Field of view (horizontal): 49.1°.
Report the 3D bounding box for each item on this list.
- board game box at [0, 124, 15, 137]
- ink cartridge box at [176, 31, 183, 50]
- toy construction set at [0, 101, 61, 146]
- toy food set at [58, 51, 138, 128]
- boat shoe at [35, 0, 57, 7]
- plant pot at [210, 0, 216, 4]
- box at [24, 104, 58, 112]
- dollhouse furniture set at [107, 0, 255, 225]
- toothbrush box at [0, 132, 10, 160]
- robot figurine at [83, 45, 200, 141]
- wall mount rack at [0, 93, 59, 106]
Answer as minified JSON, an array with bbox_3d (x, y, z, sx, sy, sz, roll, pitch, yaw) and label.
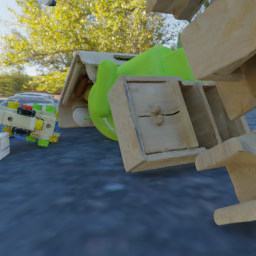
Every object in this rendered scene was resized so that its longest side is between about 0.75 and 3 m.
[{"bbox_3d":[-3.434,-0.098,6.789,1.974,0.444,1.501,0,7,4],"label":"board game box"},{"bbox_3d":[1.554,-1.257,7.805,0.596,2.488,1.810,14,15,43],"label":"ink cartridge box"},{"bbox_3d":[-2.136,-0.123,4.959,2.018,0.929,1.323,-3,6,-22],"label":"toy construction set"},{"bbox_3d":[-0.474,-0.804,7.043,2.107,0.887,2.936,-4,-22,-26],"label":"toy food set"},{"bbox_3d":[-2.474,-3.775,7.991,1.155,0.414,0.391,35,15,25],"label":"boat shoe"},{"bbox_3d":[2.789,-2.272,5.917,1.951,1.951,1.693,3,-32,23],"label":"plant pot"},{"bbox_3d":[-4.074,-0.914,13.223,1.534,0.461,0.895,1,7,8],"label":"box"},{"bbox_3d":[1.172,-0.533,2.761,1.794,2.533,2.757,-5,-21,-27],"label":"dollhouse furniture set"},{"bbox_3d":[-2.277,0.281,4.151,0.840,0.362,0.612,1,7,-7],"label":"toothbrush box"},{"bbox_3d":[0.288,-0.597,5.481,2.571,1.488,2.256,-21,-7,38],"label":"robot figurine"},{"bbox_3d":[-3.863,-0.780,10.341,2.482,1.065,2.857,3,7,-6],"label":"wall mount rack"}]
